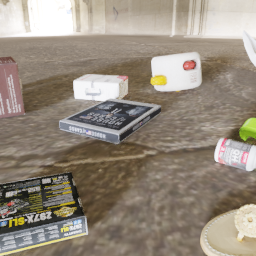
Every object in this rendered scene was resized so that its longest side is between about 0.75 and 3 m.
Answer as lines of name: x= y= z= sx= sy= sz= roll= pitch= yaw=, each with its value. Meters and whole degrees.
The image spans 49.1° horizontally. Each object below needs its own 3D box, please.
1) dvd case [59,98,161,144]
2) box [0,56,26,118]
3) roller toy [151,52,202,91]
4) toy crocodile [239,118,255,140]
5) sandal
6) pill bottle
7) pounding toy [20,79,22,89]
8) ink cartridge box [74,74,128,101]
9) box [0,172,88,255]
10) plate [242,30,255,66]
dvd case: x=-0.476 y=-0.369 z=9.350 sx=2.196 sy=0.361 sz=2.922 roll=12 pitch=25 yaw=27
box: x=-5.022 y=-1.423 z=9.900 sx=2.264 sy=1.879 sz=1.859 roll=-11 pitch=25 yaw=-24
roller toy: x=2.212 y=-2.492 z=12.724 sx=2.180 sy=1.670 sz=2.390 roll=-4 pitch=14 yaw=15
toy crocodile: x=4.346 y=0.279 z=7.319 sx=2.696 sy=0.833 sz=0.910 roll=14 pitch=44 yaw=24
sandal: x=2.705 y=1.276 z=4.475 sx=3.167 sy=1.042 sz=1.161 roll=-3 pitch=23 yaw=-7
pill bottle: x=2.670 y=0.644 z=6.562 sx=1.110 sy=0.614 sz=0.614 roll=15 pitch=27 yaw=33
pounding toy: x=-5.495 y=-1.920 z=12.850 sx=1.033 sy=0.538 sz=1.175 roll=15 pitch=27 yaw=31
ink cartridge box: x=-1.138 y=-1.754 z=12.058 sx=1.986 sy=0.842 sz=1.446 roll=8 pitch=24 yaw=15
box: x=-1.755 y=1.438 z=4.890 sx=1.826 sy=0.451 sz=1.458 roll=-8 pitch=25 yaw=-18
plate: x=3.280 y=-1.599 z=6.729 sx=1.401 sy=0.227 sz=1.404 roll=32 pitch=39 yaw=-18
